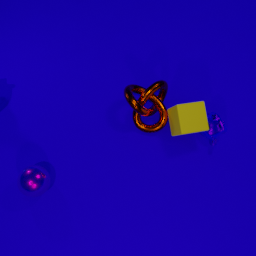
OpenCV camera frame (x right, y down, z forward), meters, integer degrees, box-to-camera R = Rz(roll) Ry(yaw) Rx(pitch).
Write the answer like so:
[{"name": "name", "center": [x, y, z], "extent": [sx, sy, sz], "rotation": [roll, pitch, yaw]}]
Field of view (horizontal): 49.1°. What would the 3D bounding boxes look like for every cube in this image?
[{"name": "cube", "center": [1.671, -0.249, 7.882], "extent": [0.811, 0.811, 0.811], "rotation": [-8, 87, -12]}]

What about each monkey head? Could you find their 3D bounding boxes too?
[{"name": "monkey head", "center": [2.513, 0.000, 8.294], "extent": [0.720, 0.860, 1.195], "rotation": [-39, 49, 21]}]

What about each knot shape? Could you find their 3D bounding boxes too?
[{"name": "knot shape", "center": [0.624, -0.596, 8.293], "extent": [1.622, 0.750, 1.518], "rotation": [-12, 98, -30]}]

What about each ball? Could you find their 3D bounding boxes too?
[{"name": "ball", "center": [-2.493, 1.409, 7.434], "extent": [0.844, 0.844, 0.844], "rotation": [0, 65, 0]}]
